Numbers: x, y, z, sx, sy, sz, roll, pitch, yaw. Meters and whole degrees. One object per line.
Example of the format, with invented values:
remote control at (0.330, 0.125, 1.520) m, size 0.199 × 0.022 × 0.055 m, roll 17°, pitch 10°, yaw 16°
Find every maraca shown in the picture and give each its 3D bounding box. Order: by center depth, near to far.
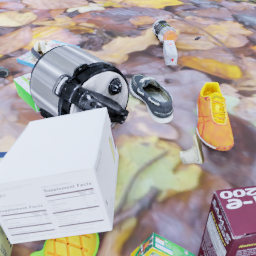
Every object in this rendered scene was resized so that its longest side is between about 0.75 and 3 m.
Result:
maraca at (-1.255, 2.468, 5.554) m, size 1.468 × 0.785 × 1.006 m, roll -38°, pitch 63°, yaw -20°

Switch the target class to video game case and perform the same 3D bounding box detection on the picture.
video game case at (-3.561, -3.345, 12.731) m, size 1.703 × 0.212 × 2.379 m, roll 21°, pitch 45°, yaw 23°

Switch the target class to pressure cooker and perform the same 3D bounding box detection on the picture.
pressure cooker at (-1.312, -0.997, 8.261) m, size 2.401 × 2.439 × 2.730 m, roll -30°, pitch 48°, yaw -33°

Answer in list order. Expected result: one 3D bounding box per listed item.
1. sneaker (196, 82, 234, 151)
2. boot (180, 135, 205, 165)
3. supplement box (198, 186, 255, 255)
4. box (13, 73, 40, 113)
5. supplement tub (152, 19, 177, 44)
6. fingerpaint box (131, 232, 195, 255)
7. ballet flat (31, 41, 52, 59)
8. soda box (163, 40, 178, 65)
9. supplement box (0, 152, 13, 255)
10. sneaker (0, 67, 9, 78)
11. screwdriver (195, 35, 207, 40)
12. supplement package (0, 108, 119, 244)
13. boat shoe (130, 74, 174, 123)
sneaker at (2.623, -0.450, 8.702) m, size 1.030 × 1.089 × 2.823 m, roll 1°, pitch 42°, yaw -1°
boot at (1.682, 0.602, 7.558) m, size 0.619 × 0.800 × 0.288 m, roll -9°, pitch 9°, yaw 34°
supplement box at (1.979, 2.037, 4.561) m, size 1.418 × 2.606 × 0.794 m, roll -6°, pitch 40°, yaw -5°
box at (-3.106, -1.432, 10.090) m, size 1.335 × 0.731 × 1.513 m, roll -31°, pitch 49°, yaw -31°
supplement tub at (1.819, -4.677, 13.761) m, size 0.889 × 0.889 × 1.451 m, roll -10°, pitch 41°, yaw -11°
fingerpaint box at (0.631, 2.462, 5.168) m, size 0.954 × 0.796 × 0.350 m, roll 30°, pitch 29°, yaw -9°
ballet flat at (-3.461, -3.193, 11.839) m, size 0.878 × 0.878 × 2.404 m, roll -24°, pitch 49°, yaw -25°
soda box at (1.879, -3.383, 12.544) m, size 0.476 × 0.512 × 1.499 m, roll 0°, pitch 41°, yaw 0°
supplement box at (-3.551, 1.805, 5.736) m, size 2.190 × 1.470 × 2.188 m, roll -3°, pitch 41°, yaw -4°
sneaker at (-5.446, -2.261, 11.366) m, size 1.218 × 0.459 × 0.483 m, roll 1°, pitch 30°, yaw -12°
screwdriver at (3.773, -4.671, 14.324) m, size 0.971 × 0.141 × 0.135 m, roll -28°, pitch 50°, yaw -24°
supplement package at (-1.381, 0.858, 6.131) m, size 2.060 × 1.467 × 2.645 m, roll -10°, pitch 27°, yaw 6°
boat shoe at (0.836, -1.309, 9.867) m, size 1.048 × 0.836 × 2.772 m, roll -17°, pitch 43°, yaw -19°
